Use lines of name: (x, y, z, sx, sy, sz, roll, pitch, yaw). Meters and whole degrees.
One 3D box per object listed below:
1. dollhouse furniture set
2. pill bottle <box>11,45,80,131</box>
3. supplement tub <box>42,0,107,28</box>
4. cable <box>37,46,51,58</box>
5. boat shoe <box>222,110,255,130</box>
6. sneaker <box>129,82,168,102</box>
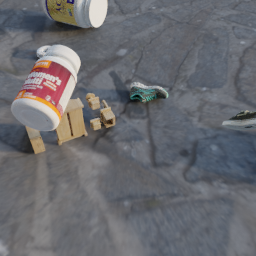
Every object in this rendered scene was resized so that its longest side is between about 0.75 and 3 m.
dollhouse furniture set: (-1.780, -0.442, 8.398, 2.563, 1.328, 1.135, -19, 52, -17)
pill bottle: (-1.913, -1.021, 6.861, 1.110, 1.110, 2.025, 9, 57, 8)
supplement tub: (-2.430, -5.707, 12.947, 2.523, 1.834, 1.834, 20, 50, 19)
cable: (-3.393, -3.127, 11.614, 0.784, 0.271, 0.784, -29, 53, -24)
boat shoe: (2.625, -0.183, 6.238, 0.414, 1.171, 0.373, 21, 77, -27)
sneaker: (0.676, -1.118, 9.666, 1.383, 0.537, 0.631, 11, 62, 17)
